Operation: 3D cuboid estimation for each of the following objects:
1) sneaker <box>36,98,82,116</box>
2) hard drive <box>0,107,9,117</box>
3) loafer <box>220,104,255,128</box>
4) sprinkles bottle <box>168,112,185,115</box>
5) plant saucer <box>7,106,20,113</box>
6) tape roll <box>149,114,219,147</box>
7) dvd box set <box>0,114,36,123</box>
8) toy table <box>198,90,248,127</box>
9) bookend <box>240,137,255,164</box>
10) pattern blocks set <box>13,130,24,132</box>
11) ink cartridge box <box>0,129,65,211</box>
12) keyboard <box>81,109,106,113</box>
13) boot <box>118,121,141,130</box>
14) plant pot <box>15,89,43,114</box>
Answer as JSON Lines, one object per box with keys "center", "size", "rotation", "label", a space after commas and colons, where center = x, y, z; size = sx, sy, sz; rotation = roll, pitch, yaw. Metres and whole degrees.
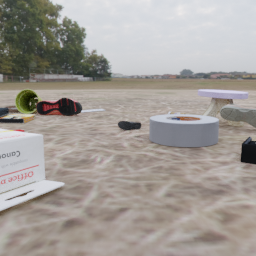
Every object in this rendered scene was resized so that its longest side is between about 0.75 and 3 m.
{"center": [-3.187, -1.060, 13.445], "size": [2.284, 0.842, 0.991], "rotation": [2, 9, 14], "label": "sneaker"}
{"center": [-6.354, -0.601, 12.115], "size": [1.577, 0.372, 2.260], "rotation": [-1, 10, -3], "label": "hard drive"}
{"center": [4.077, -0.452, 9.249], "size": [1.933, 0.695, 0.608], "rotation": [17, 38, 27], "label": "loafer"}
{"center": [2.118, -0.548, 12.139], "size": [0.780, 0.266, 0.266], "rotation": [8, 13, 40], "label": "sprinkles bottle"}
{"center": [-5.892, -1.029, 15.028], "size": [1.634, 0.262, 1.634], "rotation": [0, 9, 0], "label": "plant saucer"}
{"center": [1.529, 0.029, 7.736], "size": [1.881, 0.621, 1.881], "rotation": [0, 10, 0], "label": "tape roll"}
{"center": [-4.460, -0.390, 11.406], "size": [0.990, 0.199, 1.353], "rotation": [1, 10, 1], "label": "dvd box set"}
{"center": [3.566, -0.798, 10.721], "size": [1.955, 1.245, 2.127], "rotation": [-3, 11, -17], "label": "toy table"}
{"center": [2.854, 0.482, 5.764], "size": [0.859, 0.396, 0.853], "rotation": [7, 12, 33], "label": "bookend"}
{"center": [-4.108, 0.372, 6.884], "size": [2.733, 0.222, 2.402], "rotation": [-2, 10, -12], "label": "pattern blocks set"}
{"center": [-2.301, 0.508, 4.363], "size": [2.416, 0.815, 1.407], "rotation": [6, 12, 32], "label": "ink cartridge box"}
{"center": [-1.916, -0.917, 14.850], "size": [1.539, 0.082, 0.433], "rotation": [-9, 13, -41], "label": "keyboard"}
{"center": [-0.055, -0.091, 9.557], "size": [0.913, 0.319, 0.601], "rotation": [7, 2, -32], "label": "boot"}
{"center": [-4.905, -1.292, 14.274], "size": [1.237, 1.237, 1.137], "rotation": [1, -1, 4], "label": "plant pot"}
